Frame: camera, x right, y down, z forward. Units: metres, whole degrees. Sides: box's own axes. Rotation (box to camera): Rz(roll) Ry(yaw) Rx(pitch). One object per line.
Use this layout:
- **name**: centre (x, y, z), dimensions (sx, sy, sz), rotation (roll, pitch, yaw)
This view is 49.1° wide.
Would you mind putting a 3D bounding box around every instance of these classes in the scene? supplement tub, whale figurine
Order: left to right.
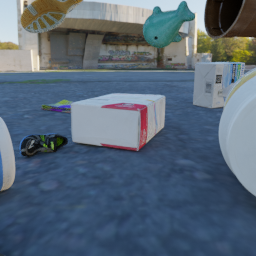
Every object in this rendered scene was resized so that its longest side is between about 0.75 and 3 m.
- **supplement tub**: centre (-2.645, 0.488, 3.821), dimensions (1.849, 1.220, 1.220), rotation (-11, 18, -36)
- **whale figurine**: centre (1.311, -3.409, 9.398), dimensions (1.840, 1.464, 0.955), rotation (-20, 32, 42)
- **supplement tub**: centre (2.493, -0.053, 4.513), dimensions (1.920, 1.920, 2.654), rotation (5, 15, 20)

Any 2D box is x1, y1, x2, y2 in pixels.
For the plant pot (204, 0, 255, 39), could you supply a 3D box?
- **plant pot**: centre (3.317, -3.211, 7.458), dimensions (1.835, 1.854, 1.854), rotation (3, 13, -15)

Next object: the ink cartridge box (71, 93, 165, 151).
- **ink cartridge box**: centre (-0.128, -0.284, 7.277), dimensions (1.749, 1.014, 2.370), rotation (5, 13, 21)

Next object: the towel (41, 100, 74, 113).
- **towel**: centre (-2.192, -0.885, 11.281), dimensions (2.195, 0.250, 1.576), rotation (8, 17, 27)

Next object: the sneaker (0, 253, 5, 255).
- **sneaker**: centre (-1.872, 0.992, 2.261), dimensions (2.542, 1.007, 0.958), rotation (6, 14, 19)

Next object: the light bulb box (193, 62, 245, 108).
- **light bulb box**: centre (3.876, -1.886, 11.995), dimensions (1.849, 1.833, 1.154), rotation (-10, 19, -30)

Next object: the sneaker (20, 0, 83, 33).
- **sneaker**: centre (-1.834, -3.123, 7.278), dimensions (2.058, 0.779, 0.902), rotation (-38, 20, -7)

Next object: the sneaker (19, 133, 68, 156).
- **sneaker**: centre (-1.801, 0.330, 6.054), dimensions (0.490, 0.419, 1.182), rotation (2, 10, 37)
